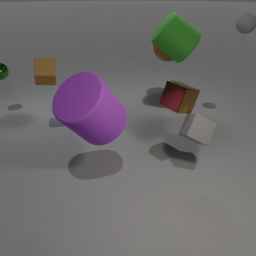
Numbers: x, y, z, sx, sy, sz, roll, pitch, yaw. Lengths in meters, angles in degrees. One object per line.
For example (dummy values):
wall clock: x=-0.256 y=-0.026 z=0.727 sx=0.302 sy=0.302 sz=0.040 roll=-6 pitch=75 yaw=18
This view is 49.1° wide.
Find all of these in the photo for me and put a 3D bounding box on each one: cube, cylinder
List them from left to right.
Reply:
cube: x=-2.857 y=-1.945 z=9.696 sx=0.700 sy=0.700 sz=0.700 roll=-1 pitch=71 yaw=-14
cylinder: x=-0.923 y=-0.450 z=7.045 sx=1.400 sy=1.400 sz=1.400 roll=-11 pitch=61 yaw=21
cylinder: x=1.878 y=-3.543 z=11.028 sx=1.400 sy=1.400 sz=1.400 roll=35 pitch=24 yaw=-15
cube: x=1.403 y=-0.848 z=7.682 sx=0.700 sy=0.700 sz=0.700 roll=-1 pitch=27 yaw=-46
cube: x=2.003 y=0.037 z=8.092 sx=0.700 sy=0.700 sz=0.700 roll=25 pitch=-3 yaw=-10

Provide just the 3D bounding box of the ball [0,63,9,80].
ball: x=-5.306 y=-2.339 z=11.580 sx=0.700 sy=0.700 sz=0.700 roll=0 pitch=28 yaw=0

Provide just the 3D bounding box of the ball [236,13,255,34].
ball: x=4.205 y=-3.716 z=9.960 sx=0.700 sy=0.700 sz=0.700 roll=0 pitch=28 yaw=0

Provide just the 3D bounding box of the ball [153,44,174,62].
ball: x=1.840 y=-3.742 z=12.734 sx=1.400 sy=1.400 sz=1.400 roll=0 pitch=28 yaw=0
